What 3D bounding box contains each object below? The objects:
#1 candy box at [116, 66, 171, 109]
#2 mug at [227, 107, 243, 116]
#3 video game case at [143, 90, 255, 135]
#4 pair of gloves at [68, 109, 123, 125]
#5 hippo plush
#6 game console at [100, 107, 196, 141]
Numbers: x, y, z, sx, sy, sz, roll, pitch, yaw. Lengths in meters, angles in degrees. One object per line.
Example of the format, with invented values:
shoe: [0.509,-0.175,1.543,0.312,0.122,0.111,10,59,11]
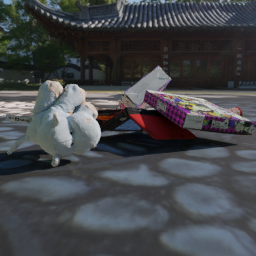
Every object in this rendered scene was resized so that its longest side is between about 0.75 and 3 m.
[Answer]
candy box: [0.453,-1.081,9.480,1.525,0.650,1.818,-40,-4,-17]
mug: [3.893,-0.446,10.778,0.767,0.681,0.512,-9,49,-25]
video game case: [1.755,-0.438,7.346,2.038,0.403,2.249,5,18,-23]
pair of gloves: [-0.547,-0.339,8.604,2.195,0.305,2.464,-1,-5,10]
hippo plush: [-1.351,-0.156,5.471,1.922,1.531,1.545,-4,9,-24]
game console: [0.529,0.112,7.322,1.619,1.115,1.878,-32,-22,37]
